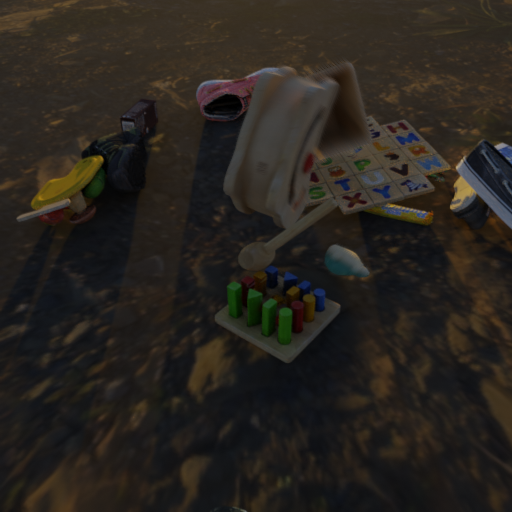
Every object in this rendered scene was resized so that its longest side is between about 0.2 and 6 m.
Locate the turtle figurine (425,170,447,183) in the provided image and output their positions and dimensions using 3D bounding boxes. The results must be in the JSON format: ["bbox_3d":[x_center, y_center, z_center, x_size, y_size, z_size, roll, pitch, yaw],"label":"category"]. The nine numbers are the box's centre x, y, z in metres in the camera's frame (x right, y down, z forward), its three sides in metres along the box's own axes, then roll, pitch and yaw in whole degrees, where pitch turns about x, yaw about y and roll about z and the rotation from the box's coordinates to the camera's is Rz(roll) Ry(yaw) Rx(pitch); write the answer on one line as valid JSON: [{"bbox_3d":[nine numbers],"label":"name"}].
[{"bbox_3d":[3.989,-1.956,12.621,0.444,0.660,0.881,-15,10,39],"label":"turtle figurine"}]

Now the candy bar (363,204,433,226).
[{"bbox_3d":[2.747,-0.951,11.540,1.800,0.199,0.449,15,40,21],"label":"candy bar"}]

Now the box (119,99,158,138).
[{"bbox_3d":[-3.047,-3.564,14.677,0.487,0.651,1.299,8,38,11],"label":"box"}]

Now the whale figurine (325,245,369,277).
[{"bbox_3d":[1.475,0.166,9.228,0.687,0.448,0.864,18,16,-35],"label":"whale figurine"}]

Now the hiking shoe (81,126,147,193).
[{"bbox_3d":[-3.208,-2.050,12.529,1.363,1.025,2.708,-11,29,0],"label":"hiking shoe"}]

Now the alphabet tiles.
[{"bbox_3d":[2.343,-2.194,12.751,3.200,0.122,3.846,-15,37,-1],"label":"alphabet tiles"}]

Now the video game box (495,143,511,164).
[{"bbox_3d":[5.808,-1.965,12.759,1.473,0.378,1.617,-26,44,-26],"label":"video game box"}]

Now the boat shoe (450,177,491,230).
[{"bbox_3d":[4.594,-1.290,11.712,0.657,0.771,2.305,50,42,-9],"label":"boat shoe"}]

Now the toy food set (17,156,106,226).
[{"bbox_3d":[-3.748,-1.152,11.457,1.428,0.793,2.427,-17,31,18],"label":"toy food set"}]

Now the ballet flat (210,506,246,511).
[{"bbox_3d":[0.328,3.589,5.181,1.004,0.858,3.020,-42,43,-11],"label":"ballet flat"}]

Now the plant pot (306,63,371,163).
[{"bbox_3d":[1.255,-2.984,11.881,1.650,1.648,1.461,-20,17,-2],"label":"plant pot"}]

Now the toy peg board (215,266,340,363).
[{"bbox_3d":[0.356,0.703,8.868,1.482,0.725,1.476,25,44,30],"label":"toy peg board"}]

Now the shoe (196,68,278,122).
[{"bbox_3d":[-0.223,-4.415,15.587,2.854,1.019,1.298,-9,39,-4],"label":"shoe"}]

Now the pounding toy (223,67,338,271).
[{"bbox_3d":[0.723,-1.331,9.380,1.898,3.308,1.892,22,11,17],"label":"pounding toy"}]

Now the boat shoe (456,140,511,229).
[{"bbox_3d":[5.032,-1.161,10.644,0.939,0.888,2.618,-11,56,-42],"label":"boat shoe"}]
